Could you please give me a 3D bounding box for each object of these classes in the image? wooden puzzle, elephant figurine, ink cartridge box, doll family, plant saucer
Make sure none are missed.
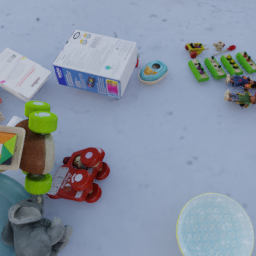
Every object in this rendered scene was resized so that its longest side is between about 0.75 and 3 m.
[{"bbox_3d":[-3.091,0.461,6.518,1.192,1.103,0.222,10,14,-21],"label":"wooden puzzle"},{"bbox_3d":[-2.617,2.500,7.334,2.091,1.622,1.480,36,83,20],"label":"elephant figurine"},{"bbox_3d":[-3.968,-1.885,10.438,2.314,0.785,1.332,29,72,18],"label":"ink cartridge box"},{"bbox_3d":[-1.320,-2.383,10.114,2.917,1.114,1.990,16,58,9],"label":"ink cartridge box"},{"bbox_3d":[4.219,-1.395,10.220,1.257,0.853,2.175,9,54,12],"label":"doll family"},{"bbox_3d":[-3.610,2.431,7.082,2.854,0.513,2.854,35,32,-26],"label":"plant saucer"}]

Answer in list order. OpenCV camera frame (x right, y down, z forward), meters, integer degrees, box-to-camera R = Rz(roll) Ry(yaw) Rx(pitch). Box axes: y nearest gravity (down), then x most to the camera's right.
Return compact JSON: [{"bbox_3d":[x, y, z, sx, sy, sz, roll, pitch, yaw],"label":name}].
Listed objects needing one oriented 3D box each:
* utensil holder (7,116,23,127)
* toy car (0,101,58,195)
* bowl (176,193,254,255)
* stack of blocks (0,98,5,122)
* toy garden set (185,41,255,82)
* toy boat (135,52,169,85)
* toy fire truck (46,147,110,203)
[{"bbox_3d":[-3.762,0.101,9.328,0.651,0.651,0.767,20,60,13],"label":"utensil holder"},{"bbox_3d":[-3.386,0.474,7.445,2.644,2.172,2.086,1,19,-27],"label":"toy car"},{"bbox_3d":[2.118,2.715,7.292,1.910,1.028,1.910,0,71,-1],"label":"bowl"},{"bbox_3d":[-5.153,-0.921,10.050,1.078,0.548,1.873,-34,63,-20],"label":"stack of blocks"},{"bbox_3d":[3.662,-2.917,11.293,2.542,0.507,2.119,-11,52,-8],"label":"toy garden set"},{"bbox_3d":[0.733,-2.374,10.910,1.539,0.715,1.294,39,65,22],"label":"toy boat"},{"bbox_3d":[-1.490,1.336,8.401,1.518,1.014,1.808,4,54,25],"label":"toy fire truck"}]
